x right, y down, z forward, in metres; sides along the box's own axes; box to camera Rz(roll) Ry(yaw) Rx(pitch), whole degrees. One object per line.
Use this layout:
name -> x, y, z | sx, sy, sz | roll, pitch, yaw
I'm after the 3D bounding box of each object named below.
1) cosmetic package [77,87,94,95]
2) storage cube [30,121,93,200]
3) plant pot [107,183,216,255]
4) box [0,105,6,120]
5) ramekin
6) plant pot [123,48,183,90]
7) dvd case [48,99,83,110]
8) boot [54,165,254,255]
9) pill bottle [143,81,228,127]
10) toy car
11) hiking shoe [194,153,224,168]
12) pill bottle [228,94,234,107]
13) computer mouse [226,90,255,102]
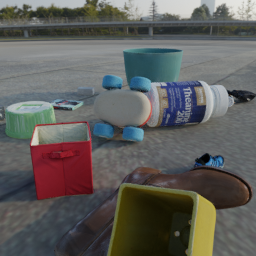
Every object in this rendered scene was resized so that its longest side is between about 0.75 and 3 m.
cosmetic package -> -2.167, -1.907, 14.418 | 0.818, 0.369, 0.437 | 6, 22, 7
storage cube -> -1.418, 0.662, 6.213 | 1.206, 1.269, 1.411 | -4, 20, -11
plant pot -> 0.535, 1.327, 3.407 | 1.048, 1.055, 1.079 | -2, -19, 39
box -> -6.046, -0.510, 10.304 | 1.823, 0.590, 2.312 | 16, 25, 39
ramekin -> -3.291, -0.336, 9.490 | 1.698, 0.830, 1.698 | 0, 20, 0
plant pot -> 1.157, -2.603, 13.540 | 2.812, 2.257, 2.812 | 0, 21, 0
dvd case -> -2.836, -1.034, 12.346 | 1.427, 0.157, 1.042 | 6, 21, 18
boot -> 0.526, 1.498, 4.487 | 2.558, 0.881, 2.744 | -4, 13, 29
pill bottle -> 2.016, -0.886, 9.951 | 2.769, 1.536, 1.536 | -4, 21, -10
toy car -> 0.011, -0.504, 9.357 | 1.836, 1.914, 2.076 | 6, -7, 17
hiking shoe -> 2.034, 0.831, 6.865 | 1.120, 0.485, 0.417 | -18, 27, -40
pill bottle -> 4.449, -1.244, 12.461 | 0.463, 0.463, 0.810 | 6, 21, 16
computer mouse -> 4.956, -1.562, 13.012 | 1.970, 0.453, 1.383 | -6, 27, -41
